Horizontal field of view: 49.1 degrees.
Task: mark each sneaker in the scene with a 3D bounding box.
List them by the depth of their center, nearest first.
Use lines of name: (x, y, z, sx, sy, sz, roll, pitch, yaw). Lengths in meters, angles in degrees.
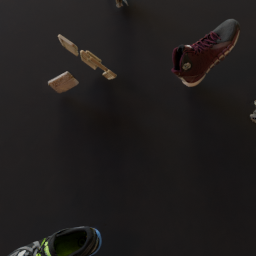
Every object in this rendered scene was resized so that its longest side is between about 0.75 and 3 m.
sneaker: (-2.051, 3.133, 7.104, 2.755, 1.142, 0.977, -19, 54, -10)
sneaker: (2.230, -2.413, 8.432, 2.393, 1.382, 0.905, -54, 43, 18)

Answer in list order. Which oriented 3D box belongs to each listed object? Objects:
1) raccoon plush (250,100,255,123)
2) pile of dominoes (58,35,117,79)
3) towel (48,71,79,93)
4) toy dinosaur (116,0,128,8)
raccoon plush: (4.254, -0.442, 8.564, 1.160, 0.561, 0.777, 34, 86, -27)
pile of dominoes: (-1.132, -2.147, 8.288, 1.863, 2.389, 0.380, 35, 92, -12)
towel: (-2.078, -1.441, 8.964, 0.850, 0.563, 0.147, -23, 47, 23)
toy dinosaur: (-0.543, -5.298, 9.886, 0.970, 1.896, 0.730, 3, 41, 22)
